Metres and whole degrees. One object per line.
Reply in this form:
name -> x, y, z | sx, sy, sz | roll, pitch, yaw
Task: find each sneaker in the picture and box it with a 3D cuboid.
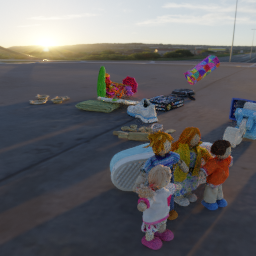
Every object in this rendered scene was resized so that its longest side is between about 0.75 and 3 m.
sneaker -> 0.992, 0.735, 7.047 | 2.990, 1.105, 1.225 | -3, 22, -11
sneaker -> 0.656, -0.902, 12.626 | 0.802, 0.927, 2.139 | -11, 19, -28

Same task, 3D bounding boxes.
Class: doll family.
doll family -> 0.899, 0.878, 5.485 | 2.821, 1.751, 1.271 | -15, 23, -39

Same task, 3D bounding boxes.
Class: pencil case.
pencil case -> 3.252, -2.567, 12.329 | 1.605, 0.710, 0.710 | -35, 26, -9

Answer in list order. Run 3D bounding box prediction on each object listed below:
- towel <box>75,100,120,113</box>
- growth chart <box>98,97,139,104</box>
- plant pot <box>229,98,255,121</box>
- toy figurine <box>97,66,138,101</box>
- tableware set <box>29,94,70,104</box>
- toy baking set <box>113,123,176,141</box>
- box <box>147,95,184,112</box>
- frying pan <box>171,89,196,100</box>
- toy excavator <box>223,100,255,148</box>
towel -> -1.528, -1.123, 14.230 | 1.967, 0.359, 1.459 | 5, 16, 16
growth chart -> -0.496, -1.422, 14.726 | 1.852, 0.227, 2.560 | 10, 6, 21
plant pot -> 5.113, -0.789, 12.252 | 0.882, 0.981, 0.981 | -7, 17, -44
toy figurine -> -0.510, -2.485, 16.987 | 2.359, 1.924, 2.563 | 4, 37, -17
tableware set -> -4.503, -1.671, 16.163 | 2.240, 0.260, 1.871 | -2, 17, -6
toy baking set -> 0.625, 0.091, 10.500 | 2.292, 0.267, 1.759 | 3, 18, 9
box -> 1.871, -1.325, 14.759 | 1.476, 0.427, 1.857 | 14, 22, 38
frying pan -> 3.463, -2.157, 17.603 | 1.607, 0.432, 2.657 | 4, 14, 13
toy excavator -> 4.056, -0.007, 9.707 | 1.062, 2.126, 2.067 | 16, -18, 37
